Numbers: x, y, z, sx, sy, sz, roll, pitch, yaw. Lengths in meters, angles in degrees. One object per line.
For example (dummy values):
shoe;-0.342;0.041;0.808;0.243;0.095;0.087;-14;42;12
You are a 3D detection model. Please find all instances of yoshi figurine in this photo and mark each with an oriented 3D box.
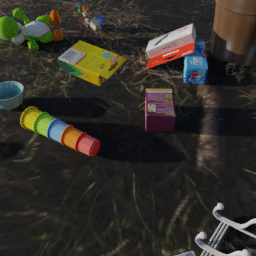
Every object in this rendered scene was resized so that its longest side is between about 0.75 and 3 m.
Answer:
yoshi figurine;-4.262;-4.201;11.858;2.813;1.575;1.581;-10;50;-6

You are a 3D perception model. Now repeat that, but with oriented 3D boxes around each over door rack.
over door rack;2.344;2.602;4.998;2.454;0.817;1.813;29;51;27

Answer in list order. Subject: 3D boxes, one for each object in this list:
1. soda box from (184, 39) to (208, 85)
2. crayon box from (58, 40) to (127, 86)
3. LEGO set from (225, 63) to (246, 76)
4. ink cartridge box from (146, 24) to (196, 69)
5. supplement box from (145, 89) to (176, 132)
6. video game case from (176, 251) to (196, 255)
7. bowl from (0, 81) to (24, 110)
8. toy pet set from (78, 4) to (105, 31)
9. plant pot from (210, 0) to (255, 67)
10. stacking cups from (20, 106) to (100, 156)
soda box;2.538;-2.580;10.641;0.760;0.719;2.242;5;44;6
crayon box;-0.912;-1.682;7.344;1.535;0.390;0.974;25;54;18
LEGO set;4.043;-2.292;10.523;0.782;0.453;0.601;18;46;18
ink cartridge box;1.623;-3.189;10.907;1.960;0.427;1.701;-14;36;27
supplement box;0.953;-0.557;8.484;0.859;0.678;1.313;2;43;2
video game case;0.561;3.196;4.373;1.804;0.218;1.979;-11;61;-12
bowl;-3.862;-0.994;9.047;1.068;0.559;1.068;0;43;0
toy pet set;-1.711;-5.289;13.242;1.152;1.234;0.655;40;75;3
plant pot;4.514;-4.079;10.721;2.844;2.816;2.844;0;42;0
stacking cups;-1.897;0.156;7.781;2.367;0.716;0.716;26;49;21
